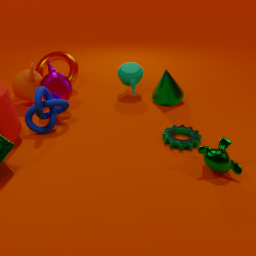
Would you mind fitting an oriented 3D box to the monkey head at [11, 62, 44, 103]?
[{"bbox_3d":[-3.362,-1.261,9.547,1.149,1.907,1.372,23,39,-34],"label":"monkey head"}]

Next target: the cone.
[{"bbox_3d":[1.355,-1.586,9.775,1.185,1.190,1.185,-6,49,7],"label":"cone"}]

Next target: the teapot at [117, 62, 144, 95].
[{"bbox_3d":[0.100,-1.920,10.486,0.979,0.771,1.574,-7,48,-6],"label":"teapot"}]

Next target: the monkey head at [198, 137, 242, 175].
[{"bbox_3d":[2.228,0.641,6.738,1.148,0.826,0.692,30,9,2],"label":"monkey head"}]

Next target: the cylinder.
[{"bbox_3d":[-3.725,-0.357,7.453,1.382,1.382,1.382,-3,39,2],"label":"cylinder"}]

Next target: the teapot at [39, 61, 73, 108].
[{"bbox_3d":[-2.417,-1.357,9.228,1.074,1.727,0.846,-15,17,-22],"label":"teapot"}]

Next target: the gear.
[{"bbox_3d":[1.534,0.258,8.027,1.077,0.199,1.077,0,31,0],"label":"gear"}]

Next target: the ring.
[{"bbox_3d":[-2.778,-2.165,10.885,1.790,0.358,1.790,-3,74,9],"label":"ring"}]

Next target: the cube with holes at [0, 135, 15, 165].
[{"bbox_3d":[-3.283,0.610,6.578,0.726,0.726,0.726,37,37,-14],"label":"cube with holes"}]

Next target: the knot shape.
[{"bbox_3d":[-2.461,-0.449,8.272,0.636,1.289,1.377,31,-2,32],"label":"knot shape"}]
